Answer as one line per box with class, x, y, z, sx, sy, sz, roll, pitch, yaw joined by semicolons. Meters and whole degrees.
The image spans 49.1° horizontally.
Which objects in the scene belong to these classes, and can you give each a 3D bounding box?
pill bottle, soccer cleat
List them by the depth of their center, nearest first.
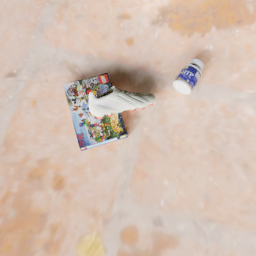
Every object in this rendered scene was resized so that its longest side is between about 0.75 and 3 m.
soccer cleat;-0.108;-0.757;7.245;1.874;0.649;0.727;-15;102;-23
pill bottle;1.713;-1.447;7.785;0.555;0.555;0.927;32;74;10

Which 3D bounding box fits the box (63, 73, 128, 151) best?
box;-0.894;-0.461;7.563;1.290;0.356;1.889;-17;73;-5
